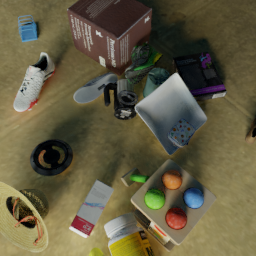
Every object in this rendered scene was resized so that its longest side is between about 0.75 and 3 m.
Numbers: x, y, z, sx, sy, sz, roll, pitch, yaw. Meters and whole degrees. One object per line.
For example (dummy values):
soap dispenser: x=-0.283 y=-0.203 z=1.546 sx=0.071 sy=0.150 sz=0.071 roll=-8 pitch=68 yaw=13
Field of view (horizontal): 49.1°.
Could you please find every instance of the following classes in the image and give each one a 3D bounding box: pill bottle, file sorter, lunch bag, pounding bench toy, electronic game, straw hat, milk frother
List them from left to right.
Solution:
file sorter: x=-5.020 y=-4.971 z=13.943 sx=0.762 sy=0.673 sz=1.098 roll=-12 pitch=62 yaw=-6
straw hat: x=-3.277 y=2.602 z=9.151 sx=2.781 sy=2.781 sz=1.177 roll=30 pitch=35 yaw=16
electronic game: x=-2.925 y=1.109 z=10.745 sx=1.621 sy=0.337 sz=1.621 roll=1 pitch=53 yaw=-1
milk frother: x=-0.074 y=-1.379 z=11.333 sx=1.582 sy=1.428 sz=1.489 roll=-28 pitch=54 yaw=36
pill bottle: x=0.128 y=3.879 z=8.697 sx=1.251 sy=1.251 sz=2.190 roll=-21 pitch=64 yaw=-11
pounding bench toy: x=0.925 y=2.132 z=9.068 sx=2.931 sy=2.286 sz=1.821 roll=39 pitch=68 yaw=19
lunch bag: x=2.097 y=0.234 z=10.988 sx=0.869 sy=0.410 sz=1.085 roll=40 pitch=73 yaw=6

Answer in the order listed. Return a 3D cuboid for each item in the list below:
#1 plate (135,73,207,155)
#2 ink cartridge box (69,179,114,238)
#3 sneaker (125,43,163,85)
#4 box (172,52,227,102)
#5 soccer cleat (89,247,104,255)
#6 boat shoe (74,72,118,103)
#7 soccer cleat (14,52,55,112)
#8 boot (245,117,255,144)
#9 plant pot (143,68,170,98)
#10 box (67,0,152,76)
plate: x=1.721 y=-0.558 z=11.149 sx=2.422 sy=0.392 sz=2.427 roll=-41 pitch=101 yaw=-20
ink cartridge box: x=-1.217 y=2.700 z=9.319 sx=0.722 sy=1.245 sz=1.687 roll=31 pitch=65 yaw=2
sneaker: x=0.472 y=-2.788 z=11.955 sx=1.191 sy=1.091 sz=2.795 roll=40 pitch=38 yaw=-3
box: x=3.163 y=-2.334 z=12.621 sx=1.731 sy=0.437 sz=2.421 roll=-11 pitch=63 yaw=-7
soccer cleat: x=-0.923 y=4.611 z=8.574 sx=0.584 sy=0.755 sz=1.805 roll=-4 pitch=61 yaw=-2
boat shoe: x=-1.451 y=-1.807 z=12.221 sx=2.092 sy=0.742 sz=0.730 roll=-33 pitch=31 yaw=-3
soccer cleat: x=-4.062 y=-1.989 z=11.971 sx=0.982 sy=1.220 sz=2.863 roll=20 pitch=62 yaw=11
boot: x=5.214 y=-0.028 z=11.281 sx=0.528 sy=0.541 sz=1.435 roll=27 pitch=63 yaw=16
plant pot: x=1.263 y=-1.834 z=11.904 sx=1.224 sy=1.199 sz=1.224 roll=0 pitch=60 yaw=0
box: x=-0.778 y=-4.451 z=12.668 sx=2.860 sy=2.373 sz=2.348 roll=35 pitch=67 yaw=17
